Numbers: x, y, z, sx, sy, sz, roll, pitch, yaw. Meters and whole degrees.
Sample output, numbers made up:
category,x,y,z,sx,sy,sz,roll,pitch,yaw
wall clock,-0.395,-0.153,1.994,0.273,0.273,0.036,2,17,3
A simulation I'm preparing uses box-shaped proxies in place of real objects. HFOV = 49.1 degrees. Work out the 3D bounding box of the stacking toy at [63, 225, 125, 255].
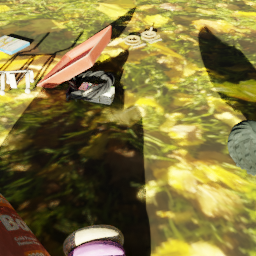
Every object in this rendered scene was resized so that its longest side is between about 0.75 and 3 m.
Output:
category,x,y,z,sx,sy,sz,roll,pitch,yaw
stacking toy,-0.382,2.751,4.056,1.045,1.045,2.447,-7,45,-8

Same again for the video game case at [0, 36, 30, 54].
category,x,y,z,sx,sy,sz,roll,pitch,yaw
video game case,-5.064,-3.531,11.848,1.452,0.129,1.039,21,46,22

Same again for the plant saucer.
category,x,y,z,sx,sy,sz,roll,pitch,yaw
plant saucer,-1.683,-2.328,9.506,2.375,0.436,2.371,-21,30,32

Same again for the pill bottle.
category,x,y,z,sx,sy,sz,roll,pitch,yaw
pill bottle,-2.395,1.964,4.436,1.603,1.603,2.858,-33,51,-32

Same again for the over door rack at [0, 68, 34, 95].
category,x,y,z,sx,sy,sz,roll,pitch,yaw
over door rack,-4.004,-1.356,8.571,1.759,0.793,2.381,-4,15,-5

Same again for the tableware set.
category,x,y,z,sx,sy,sz,roll,pitch,yaw
tableware set,0.583,-3.991,12.222,1.598,0.320,1.056,-24,46,-25

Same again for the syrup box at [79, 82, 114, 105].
category,x,y,z,sx,sy,sz,roll,pitch,yaw
syrup box,-0.987,-1.094,8.832,1.053,0.429,0.414,11,42,11

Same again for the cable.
category,x,y,z,sx,sy,sz,roll,pitch,yaw
cable,-1.156,-1.471,8.952,1.555,0.484,1.906,-13,30,15

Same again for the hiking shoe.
category,x,y,z,sx,sy,sz,roll,pitch,yaw
hiking shoe,2.996,0.416,5.563,1.052,2.827,1.226,-12,55,54
